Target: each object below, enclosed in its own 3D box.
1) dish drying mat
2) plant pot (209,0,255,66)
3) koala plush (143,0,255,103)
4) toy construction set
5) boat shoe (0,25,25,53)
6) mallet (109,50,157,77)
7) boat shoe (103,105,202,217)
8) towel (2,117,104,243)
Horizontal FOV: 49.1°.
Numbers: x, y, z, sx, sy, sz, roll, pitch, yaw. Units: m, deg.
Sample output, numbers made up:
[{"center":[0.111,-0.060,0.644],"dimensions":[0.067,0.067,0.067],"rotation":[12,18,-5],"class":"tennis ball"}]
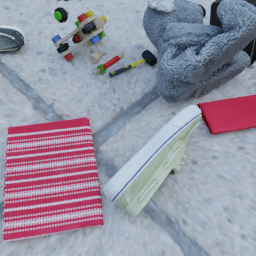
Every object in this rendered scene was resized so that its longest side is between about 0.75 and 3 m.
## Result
[{"center":[3.235,-0.433,7.214],"dimensions":[2.687,0.245,1.032],"rotation":[-10,53,-6],"class":"dish drying mat"},{"center":[3.478,-3.264,8.444],"dimensions":[1.605,1.805,1.809],"rotation":[30,59,33],"class":"plant pot"},{"center":[1.333,-2.349,7.178],"dimensions":[2.595,2.505,2.824],"rotation":[-33,69,2],"class":"koala plush"},{"center":[-0.956,-2.691,8.230],"dimensions":[2.152,1.795,1.654],"rotation":[43,50,4],"class":"toy construction set"},{"center":[-4.342,-2.717,8.504],"dimensions":[2.264,0.856,0.683],"rotation":[-3,48,-1],"class":"boat shoe"},{"center":[0.104,-1.898,8.282],"dimensions":[1.509,0.311,0.497],"rotation":[-21,57,-10],"class":"mallet"},{"center":[0.736,0.644,6.093],"dimensions":[0.897,1.042,2.893],"rotation":[45,71,7],"class":"boat shoe"},{"center":[-1.668,0.955,6.152],"dimensions":[1.975,0.307,2.731],"rotation":[-8,56,-8],"class":"towel"}]
